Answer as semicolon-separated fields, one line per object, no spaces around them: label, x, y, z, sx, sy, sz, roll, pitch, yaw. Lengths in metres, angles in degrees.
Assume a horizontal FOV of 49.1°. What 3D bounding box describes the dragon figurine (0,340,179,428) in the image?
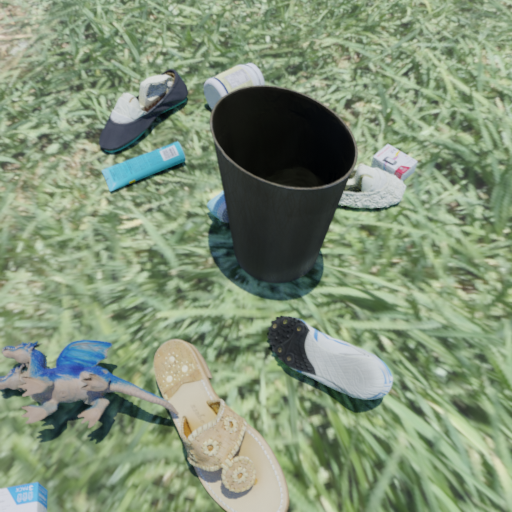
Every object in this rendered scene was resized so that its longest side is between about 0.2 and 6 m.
dragon figurine;-2.485;1.727;8.031;2.762;0.813;1.373;-1;18;-3

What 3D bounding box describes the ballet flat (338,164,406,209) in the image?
ballet flat;1.713;-1.380;10.676;2.435;0.874;0.874;0;53;-1

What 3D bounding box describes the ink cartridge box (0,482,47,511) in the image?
ink cartridge box;-3.083;3.628;7.053;0.745;0.439;1.294;-9;53;-7

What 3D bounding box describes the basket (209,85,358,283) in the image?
basket;0.378;-0.931;9.097;1.860;2.735;2.466;-32;58;-22

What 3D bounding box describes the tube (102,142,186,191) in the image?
tube;-2.253;-1.817;11.288;1.650;0.416;0.639;-23;50;-11

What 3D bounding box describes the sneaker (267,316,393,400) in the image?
sneaker;1.079;1.568;8.573;2.123;0.769;0.763;25;86;32

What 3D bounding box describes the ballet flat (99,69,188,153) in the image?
ballet flat;-2.481;-3.246;12.047;0.927;0.927;2.538;32;59;22

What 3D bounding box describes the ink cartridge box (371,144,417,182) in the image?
ink cartridge box;2.786;-1.858;11.336;0.742;0.318;0.547;38;62;24

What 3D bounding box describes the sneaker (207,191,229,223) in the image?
sneaker;-0.291;-1.256;10.725;0.641;0.578;1.564;33;53;32

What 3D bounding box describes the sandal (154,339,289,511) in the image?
sandal;-0.732;2.302;7.480;1.065;0.955;2.904;-40;61;6

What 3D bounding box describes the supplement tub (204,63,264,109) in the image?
supplement tub;-0.479;-3.711;12.424;1.164;0.844;0.844;-34;60;-23
